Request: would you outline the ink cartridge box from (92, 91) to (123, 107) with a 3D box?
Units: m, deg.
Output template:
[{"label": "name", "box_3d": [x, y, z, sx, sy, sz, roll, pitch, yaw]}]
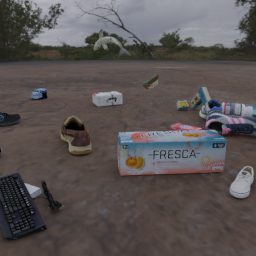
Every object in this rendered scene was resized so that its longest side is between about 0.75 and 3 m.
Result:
[{"label": "ink cartridge box", "box_3d": [-1.155, -1.653, 15.758, 1.455, 0.603, 1.068, -8, 19, -23]}]

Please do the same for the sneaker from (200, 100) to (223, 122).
[{"label": "sneaker", "box_3d": [3.815, -0.825, 12.551, 0.882, 0.975, 2.290, 0, 17, 0]}]

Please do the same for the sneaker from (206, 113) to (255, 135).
[{"label": "sneaker", "box_3d": [4.013, 0.013, 10.588, 2.192, 0.769, 0.899, 9, 35, 35]}]

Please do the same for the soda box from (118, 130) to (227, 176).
[{"label": "soda box", "box_3d": [1.156, 0.657, 7.813, 2.887, 0.987, 0.918, -1, 18, -4]}]

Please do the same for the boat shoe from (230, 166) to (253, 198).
[{"label": "boat shoe", "box_3d": [2.814, 1.266, 6.821, 0.444, 0.438, 1.254, 13, 21, 35]}]

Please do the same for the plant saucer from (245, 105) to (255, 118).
[{"label": "plant saucer", "box_3d": [6.070, -0.785, 13.588, 2.039, 0.279, 2.039, -1, 18, 0]}]

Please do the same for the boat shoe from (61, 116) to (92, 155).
[{"label": "boat shoe", "box_3d": [-1.842, 0.038, 9.809, 0.974, 0.972, 2.700, -5, 18, -16]}]

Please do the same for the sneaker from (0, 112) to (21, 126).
[{"label": "sneaker", "box_3d": [-5.403, -0.444, 11.774, 1.751, 0.717, 0.641, -13, 22, -37]}]

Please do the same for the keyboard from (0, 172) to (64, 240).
[{"label": "keyboard", "box_3d": [-2.185, 1.514, 6.012, 1.270, 0.206, 1.998, -10, 29, -33]}]

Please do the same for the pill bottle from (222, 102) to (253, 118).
[{"label": "pill bottle", "box_3d": [4.856, -0.719, 12.571, 1.282, 0.767, 0.767, 7, 19, 16]}]

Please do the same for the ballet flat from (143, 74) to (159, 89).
[{"label": "ballet flat", "box_3d": [0.981, -1.841, 11.365, 0.352, 0.376, 1.038, -40, 7, -37]}]

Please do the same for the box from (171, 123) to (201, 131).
[{"label": "box", "box_3d": [2.069, 0.202, 10.082, 1.002, 0.514, 0.474, 16, 24, 38]}]

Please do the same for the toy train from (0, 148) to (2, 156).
[{"label": "toy train", "box_3d": [-4.312, 0.785, 8.538, 0.868, 0.370, 0.495, -6, 28, -18]}]

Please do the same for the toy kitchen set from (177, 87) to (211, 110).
[{"label": "toy kitchen set", "box_3d": [3.223, -1.282, 13.943, 1.124, 0.827, 1.404, -6, -26, -16]}]

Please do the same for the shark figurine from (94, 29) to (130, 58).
[{"label": "shark figurine", "box_3d": [-0.733, -4.137, 13.568, 1.892, 1.130, 0.790, 20, 26, 24]}]

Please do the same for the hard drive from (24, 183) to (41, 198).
[{"label": "hard drive", "box_3d": [-2.787, 1.498, 6.550, 1.243, 0.163, 0.820, 10, 20, 26]}]

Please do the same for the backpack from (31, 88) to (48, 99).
[{"label": "backpack", "box_3d": [-5.485, -2.062, 17.123, 0.796, 0.587, 0.872, 16, 25, 39]}]
